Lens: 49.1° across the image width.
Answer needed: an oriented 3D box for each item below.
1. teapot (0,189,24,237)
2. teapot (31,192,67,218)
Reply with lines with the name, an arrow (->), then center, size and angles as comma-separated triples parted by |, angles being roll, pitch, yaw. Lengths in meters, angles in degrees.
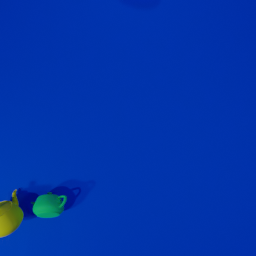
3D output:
teapot -> -2.979, 2.073, 6.680 | 0.896, 1.442, 0.706 | -7, 114, 16
teapot -> -1.990, 1.893, 6.944 | 1.176, 0.731, 0.576 | -19, 58, 22
